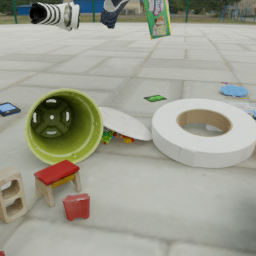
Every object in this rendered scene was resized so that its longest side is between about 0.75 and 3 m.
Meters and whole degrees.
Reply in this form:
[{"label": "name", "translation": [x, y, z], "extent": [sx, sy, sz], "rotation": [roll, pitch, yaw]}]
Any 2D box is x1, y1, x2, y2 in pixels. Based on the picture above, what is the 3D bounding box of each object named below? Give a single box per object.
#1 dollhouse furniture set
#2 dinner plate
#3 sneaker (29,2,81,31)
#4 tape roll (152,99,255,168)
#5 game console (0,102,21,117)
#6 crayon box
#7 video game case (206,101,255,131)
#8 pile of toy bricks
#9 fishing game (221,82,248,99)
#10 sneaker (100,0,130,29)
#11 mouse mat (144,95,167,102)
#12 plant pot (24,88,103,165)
[{"label": "dollhouse furniture set", "translation": [-1.697, 1.193, 4.295], "extent": [1.470, 1.111, 2.732], "rotation": [22, 33, 39]}, {"label": "dinner plate", "translation": [-0.167, -0.197, 7.462], "extent": [1.894, 0.230, 1.894], "rotation": [24, 13, -6]}, {"label": "sneaker", "translation": [-2.398, -3.661, 8.915], "extent": [1.413, 0.927, 2.456], "rotation": [3, 17, -21]}, {"label": "tape roll", "translation": [1.916, 0.028, 7.193], "extent": [2.647, 0.484, 2.647], "rotation": [-1, 33, 0]}, {"label": "game console", "translation": [-4.217, -0.833, 9.236], "extent": [0.913, 0.633, 1.070], "rotation": [-23, 34, -39]}, {"label": "crayon box", "translation": [0.509, -2.875, 5.614], "extent": [0.474, 1.628, 1.404], "rotation": [-7, 46, 13]}, {"label": "video game case", "translation": [3.490, -0.358, 8.652], "extent": [2.204, 0.261, 2.006], "rotation": [5, 26, 9]}, {"label": "pile of toy bricks", "translation": [-0.505, 0.154, 7.325], "extent": [1.239, 0.687, 0.612], "rotation": [25, 72, 24]}, {"label": "fishing game", "translation": [4.195, -1.441, 11.058], "extent": [1.058, 0.230, 1.477], "rotation": [2, 33, 5]}, {"label": "sneaker", "translation": [-0.425, -4.289, 10.066], "extent": [0.609, 1.158, 1.602], "rotation": [37, 60, 6]}, {"label": "mouse mat", "translation": [1.029, -1.120, 10.575], "extent": [0.758, 0.029, 0.610], "rotation": [-13, 28, -28]}, {"label": "plant pot", "translation": [-1.706, -0.138, 6.836], "extent": [1.745, 1.745, 1.604], "rotation": [-12, 16, -25]}]
